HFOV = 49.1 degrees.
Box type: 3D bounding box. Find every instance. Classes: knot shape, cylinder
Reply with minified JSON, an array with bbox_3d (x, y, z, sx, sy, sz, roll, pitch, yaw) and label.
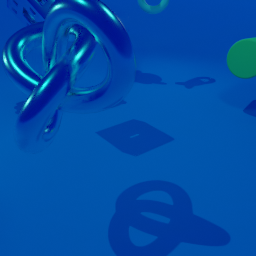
[{"bbox_3d":[-0.756,-0.764,3.485,1.934,2.067,0.955,-17,-24,39],"label":"knot shape"},{"bbox_3d":[0.926,-4.674,9.066,1.495,1.598,0.738,-39,34,-17],"label":"knot shape"},{"bbox_3d":[3.541,-2.008,7.986,1.072,1.072,1.072,24,31,35],"label":"cylinder"}]

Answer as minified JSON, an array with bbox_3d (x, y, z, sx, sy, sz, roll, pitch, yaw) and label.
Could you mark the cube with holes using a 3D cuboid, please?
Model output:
[{"bbox_3d":[-1.547,-2.595,5.741,1.228,1.228,1.228,-48,17,-16],"label":"cube with holes"}]
